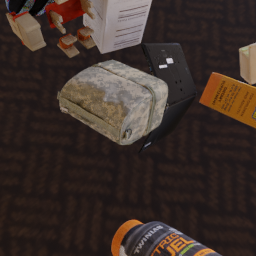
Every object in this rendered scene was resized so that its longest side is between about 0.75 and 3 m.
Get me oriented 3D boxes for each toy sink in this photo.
[{"bbox_3d":[3.521,-1.919,7.616,0.759,1.164,0.652,-19,38,4],"label":"toy sink"}]

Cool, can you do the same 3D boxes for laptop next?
[{"bbox_3d":[0.756,-0.771,6.501,1.082,1.857,2.095,-18,94,36],"label":"laptop"}]

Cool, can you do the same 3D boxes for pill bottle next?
[{"bbox_3d":[0.762,2.493,4.893,2.435,1.293,1.293,13,66,47],"label":"pill bottle"}]

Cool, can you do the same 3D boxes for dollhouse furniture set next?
[{"bbox_3d":[-1.584,-2.393,5.976,1.670,1.688,0.870,-34,59,-21],"label":"dollhouse furniture set"}]

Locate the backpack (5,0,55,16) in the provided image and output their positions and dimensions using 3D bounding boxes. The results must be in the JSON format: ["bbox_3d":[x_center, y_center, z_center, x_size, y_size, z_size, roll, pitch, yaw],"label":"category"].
[{"bbox_3d":[-2.113,-3.278,6.185,1.425,1.561,1.050,-29,84,-48],"label":"backpack"}]

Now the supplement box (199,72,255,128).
[{"bbox_3d":[3.191,-0.462,6.767,2.716,0.934,0.904,30,107,31],"label":"supplement box"}]

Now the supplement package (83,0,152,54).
[{"bbox_3d":[-0.289,-3.311,7.160,1.290,2.356,1.340,-21,67,-20],"label":"supplement package"}]

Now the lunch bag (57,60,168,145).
[{"bbox_3d":[-0.294,-0.446,5.094,1.602,1.116,1.344,30,38,25],"label":"lunch bag"}]
